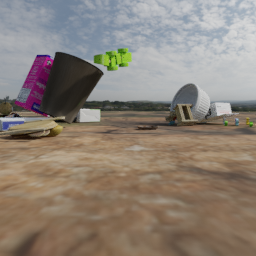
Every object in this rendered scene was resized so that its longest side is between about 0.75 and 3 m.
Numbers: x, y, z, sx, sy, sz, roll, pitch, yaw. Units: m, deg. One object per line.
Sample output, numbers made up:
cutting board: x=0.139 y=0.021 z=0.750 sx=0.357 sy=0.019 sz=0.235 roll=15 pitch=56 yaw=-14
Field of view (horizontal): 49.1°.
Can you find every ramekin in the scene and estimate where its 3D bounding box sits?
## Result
ramekin: x=3.050 y=-1.107 z=13.560 sx=1.004 sy=1.913 sz=1.913 roll=22 pitch=-6 yaw=-28

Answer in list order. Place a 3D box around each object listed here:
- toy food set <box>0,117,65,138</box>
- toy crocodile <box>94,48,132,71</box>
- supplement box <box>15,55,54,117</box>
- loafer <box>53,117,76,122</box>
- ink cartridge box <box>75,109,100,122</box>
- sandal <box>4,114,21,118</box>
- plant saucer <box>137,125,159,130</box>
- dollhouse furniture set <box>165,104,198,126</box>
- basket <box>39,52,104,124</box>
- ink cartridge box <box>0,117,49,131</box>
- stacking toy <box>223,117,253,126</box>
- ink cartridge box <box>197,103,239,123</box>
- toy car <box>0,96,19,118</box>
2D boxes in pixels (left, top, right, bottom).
toy food set: x=-2.602 y=0.103 z=7.807 sx=1.491 sy=0.434 sz=2.160 roll=-7 pitch=10 yaw=3
toy crocodile: x=-0.469 y=-2.530 z=10.271 sx=0.642 sy=0.702 sz=2.081 roll=6 pitch=22 yaw=30
supplement box: x=-3.762 y=-1.859 z=12.357 sx=1.237 sy=2.444 sz=1.263 roll=27 pitch=-7 yaw=-41
loafer: x=-3.542 y=-0.708 z=15.478 sx=0.747 sy=0.742 sz=2.053 roll=-6 pitch=6 yaw=-44
ink cartridge box: x=-2.538 y=-0.712 z=15.779 sx=1.220 sy=0.701 sz=2.082 roll=-3 pitch=5 yaw=-30
sandal: x=-4.781 y=-0.363 z=12.253 sx=1.775 sy=0.509 sz=0.680 roll=0 pitch=2 yaw=8
plant saucer: x=0.737 y=-0.008 z=10.415 sx=0.804 sy=0.129 sz=0.804 roll=-1 pitch=4 yaw=0
dollhouse furniture set: x=2.432 y=-0.415 z=12.783 sx=0.871 sy=0.876 sz=1.243 roll=-1 pitch=-25 yaw=-21
basket: x=-2.420 y=-1.508 z=11.242 sx=2.179 sy=2.417 sz=1.644 roll=21 pitch=-6 yaw=10
ink cartridge box: x=-4.331 y=-0.159 z=10.299 sx=2.128 sy=0.461 sz=2.089 roll=0 pitch=4 yaw=33
stacking toy: x=4.909 y=-0.288 z=12.599 sx=1.154 sy=0.360 sz=1.530 roll=1 pitch=5 yaw=16
ink cartridge box: x=4.225 y=-0.774 z=13.777 sx=1.173 sy=0.686 sz=2.022 roll=-3 pitch=-9 yaw=-35
toy car: x=-5.602 y=-0.844 z=13.162 sx=1.077 sy=1.365 sz=1.121 roll=-1 pitch=5 yaw=-17
